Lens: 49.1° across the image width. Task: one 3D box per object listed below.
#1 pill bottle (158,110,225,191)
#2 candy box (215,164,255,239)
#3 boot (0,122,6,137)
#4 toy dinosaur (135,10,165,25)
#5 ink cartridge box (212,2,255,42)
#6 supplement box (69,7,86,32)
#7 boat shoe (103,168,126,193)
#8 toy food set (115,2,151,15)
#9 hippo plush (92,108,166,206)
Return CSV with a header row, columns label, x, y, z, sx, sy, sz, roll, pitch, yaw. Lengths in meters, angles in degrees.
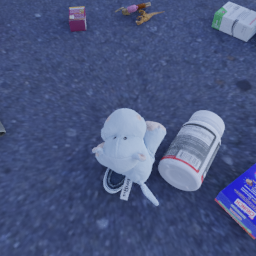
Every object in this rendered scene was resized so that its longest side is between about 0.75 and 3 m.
label,x,y,z,sx,sy,sz,roll,pitch,yaw
pill bottle,1.819,0.569,7.762,1.199,1.199,2.106,26,57,18
candy box,3.300,1.805,7.191,1.566,0.603,1.324,-29,57,-22
boot,-4.346,-0.037,8.825,0.821,0.328,0.903,-20,62,-12
toy dinosaur,0.856,-5.020,12.593,1.396,0.422,0.742,-34,72,-12
ink cartridge box,4.679,-4.549,11.953,1.715,0.721,1.251,35,60,24
supplement box,-2.193,-4.762,12.223,0.701,0.552,1.070,-4,53,-3
boat shoe,0.006,0.897,7.649,0.658,0.845,1.861,36,59,4
toy food set,0.334,-5.333,12.568,1.707,0.269,1.085,-20,16,-20
hippo plush,-0.216,0.501,6.591,1.835,1.852,2.304,4,76,22
